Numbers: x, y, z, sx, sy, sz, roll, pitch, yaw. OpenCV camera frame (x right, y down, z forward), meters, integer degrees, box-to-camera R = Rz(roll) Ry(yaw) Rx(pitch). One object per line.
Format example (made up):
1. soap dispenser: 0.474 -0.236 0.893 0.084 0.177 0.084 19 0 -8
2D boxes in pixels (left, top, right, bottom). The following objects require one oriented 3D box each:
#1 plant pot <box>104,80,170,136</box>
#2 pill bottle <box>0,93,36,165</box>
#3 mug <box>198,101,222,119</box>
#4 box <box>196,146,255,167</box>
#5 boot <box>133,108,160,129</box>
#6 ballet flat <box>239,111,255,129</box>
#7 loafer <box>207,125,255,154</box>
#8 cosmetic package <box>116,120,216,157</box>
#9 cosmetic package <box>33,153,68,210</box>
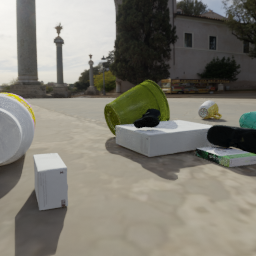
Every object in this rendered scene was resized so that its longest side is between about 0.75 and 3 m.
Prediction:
1. plant pot: 0.185 -0.497 9.304 1.696 1.761 1.761 -23 18 -25
2. pill bottle: -2.828 -0.028 6.222 1.464 1.464 2.807 -2 9 -17
3. mug: 4.301 -0.921 14.876 1.181 0.946 0.969 -2 13 38
4. box: 2.165 0.609 6.201 0.815 0.205 1.129 -3 7 -22
5. boot: 0.602 -0.276 6.940 0.816 0.311 0.685 -11 22 48
6. ballet flat: 5.103 -0.080 9.455 2.708 0.912 0.953 -2 32 -15
7. loafer: 2.723 0.250 6.539 1.730 0.630 0.625 17 13 11
8. cosmetic package: 1.038 0.203 7.561 2.261 0.584 1.705 -5 12 -28
9. cosmetic package: -1.134 0.728 4.042 0.400 0.557 0.987 -3 6 -20
